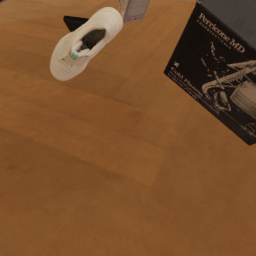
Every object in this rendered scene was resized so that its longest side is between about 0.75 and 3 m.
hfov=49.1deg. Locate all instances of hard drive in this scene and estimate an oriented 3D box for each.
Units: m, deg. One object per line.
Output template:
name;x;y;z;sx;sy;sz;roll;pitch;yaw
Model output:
hard drive;-1.468;-3.118;8.889;0.837;1.200;0.197;10;82;7

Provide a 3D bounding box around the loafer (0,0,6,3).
loafer;-3.184;-2.256;5.268;2.974;0.937;1.069;-23;66;16

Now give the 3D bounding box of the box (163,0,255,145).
box;1.939;-1.034;4.381;2.172;2.135;1.346;42;77;6

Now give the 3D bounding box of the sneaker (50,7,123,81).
sneaker;-0.831;-1.272;4.605;0.636;1.690;0.748;41;36;-20

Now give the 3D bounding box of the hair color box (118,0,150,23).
hair color box;0.196;-4.147;8.035;0.693;2.286;1.132;-13;84;-11
